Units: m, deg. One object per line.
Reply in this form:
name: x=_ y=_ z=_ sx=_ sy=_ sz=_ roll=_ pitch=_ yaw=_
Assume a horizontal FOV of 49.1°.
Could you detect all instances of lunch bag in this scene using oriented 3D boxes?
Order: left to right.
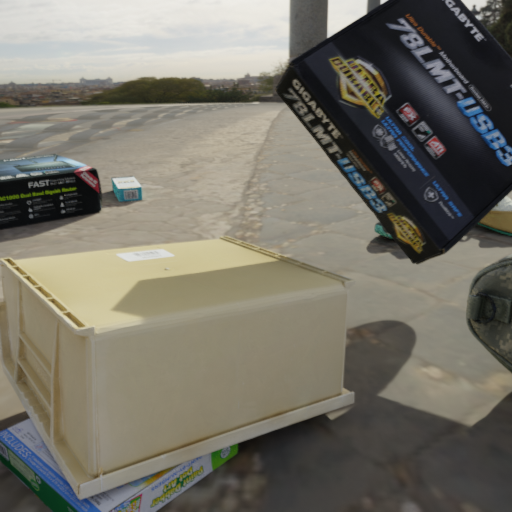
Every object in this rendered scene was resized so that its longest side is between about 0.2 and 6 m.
lunch bag: x=4.100 y=0.502 z=6.391 sx=2.895 sy=2.017 sz=2.428 roll=-18 pitch=30 yaw=-39

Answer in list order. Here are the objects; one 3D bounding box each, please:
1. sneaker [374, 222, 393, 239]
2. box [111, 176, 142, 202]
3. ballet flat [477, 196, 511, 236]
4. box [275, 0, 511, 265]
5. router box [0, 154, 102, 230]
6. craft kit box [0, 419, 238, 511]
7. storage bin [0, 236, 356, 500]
sneaker: x=3.373 y=-0.906 z=12.102 sx=2.034 sy=0.928 sz=0.789 roll=-13 pitch=23 yaw=-30
box: x=-3.639 y=-1.892 z=15.709 sx=0.644 sy=0.385 sz=1.565 roll=-7 pitch=21 yaw=-19
ballet flat: x=5.173 y=-1.143 z=12.844 sx=0.963 sy=0.884 sz=2.805 roll=-14 pitch=24 yaw=-33
box: x=2.449 y=-2.063 z=7.991 sx=3.185 sy=3.209 sz=0.797 roll=-38 pitch=-2 yaw=-20
router box: x=-6.065 y=-1.597 z=13.720 sx=3.691 sy=1.147 sz=2.766 roll=-15 pitch=25 yaw=-37
craft kit box: x=-1.308 y=1.787 z=5.334 sx=1.641 sy=0.398 sz=1.621 roll=17 pitch=28 yaw=39
storage bin: x=-0.982 y=0.763 z=6.120 sx=2.966 sy=1.390 sz=2.945 roll=-8 pitch=16 yaw=-35
